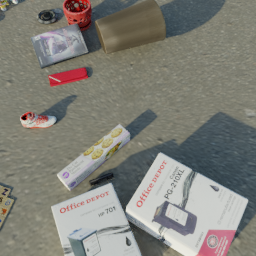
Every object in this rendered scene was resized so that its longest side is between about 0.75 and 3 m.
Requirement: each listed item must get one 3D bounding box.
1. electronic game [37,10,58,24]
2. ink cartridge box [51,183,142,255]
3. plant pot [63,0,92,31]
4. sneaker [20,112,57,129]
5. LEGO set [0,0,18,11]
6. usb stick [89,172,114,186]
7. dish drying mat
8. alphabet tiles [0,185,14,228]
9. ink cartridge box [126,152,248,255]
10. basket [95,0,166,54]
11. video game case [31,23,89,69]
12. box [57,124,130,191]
[{"bbox_3d":[-3.923,-5.392,13.598,1.000,0.208,1.000,1,61,-2],"label":"electronic game"},{"bbox_3d":[-0.863,3.237,8.083,1.943,1.139,2.653,-20,64,-12],"label":"ink cartridge box"},{"bbox_3d":[-2.280,-5.246,12.972,1.262,1.150,1.262,0,59,0],"label":"plant pot"},{"bbox_3d":[-3.323,-0.323,10.396,1.271,0.681,0.424,-9,60,-5],"label":"sneaker"},{"bbox_3d":[-6.504,-5.990,13.582,1.033,0.836,2.245,28,64,15],"label":"LEGO set"},{"bbox_3d":[-0.900,1.727,9.476,0.855,0.237,0.139,-19,37,-11],"label":"usb stick"},{"bbox_3d":[-2.514,-2.158,11.768,1.596,0.145,0.613,-15,60,-8],"label":"dish drying mat"},{"bbox_3d":[-4.589,2.657,9.039,1.452,0.055,1.745,15,61,8],"label":"alphabet tiles"},{"bbox_3d":[1.668,2.439,8.455,2.948,1.243,2.134,28,64,15],"label":"ink cartridge box"},{"bbox_3d":[0.023,-4.282,12.101,2.580,1.754,2.326,-21,37,-6],"label":"basket"},{"bbox_3d":[-3.003,-3.626,12.298,2.177,0.206,1.555,-21,76,-6],"label":"video game case"},{"bbox_3d":[-1.107,0.973,9.713,2.834,0.548,0.587,-39,64,-20],"label":"box"}]
